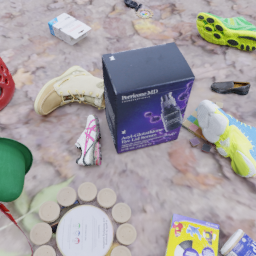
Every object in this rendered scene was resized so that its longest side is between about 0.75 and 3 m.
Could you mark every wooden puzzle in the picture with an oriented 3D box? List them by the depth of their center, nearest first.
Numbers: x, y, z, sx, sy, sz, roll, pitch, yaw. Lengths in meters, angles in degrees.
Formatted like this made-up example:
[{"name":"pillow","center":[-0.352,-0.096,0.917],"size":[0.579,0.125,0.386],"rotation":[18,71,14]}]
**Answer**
[{"name":"wooden puzzle","center":[2.752,-0.143,9.663],"size":[1.325,0.157,2.234],"rotation":[36,62,23]}]

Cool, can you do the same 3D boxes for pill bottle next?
[{"name":"pill bottle","center":[3.047,3.239,6.873],"size":[0.789,0.789,1.317],"rotation":[-38,64,-24]}]

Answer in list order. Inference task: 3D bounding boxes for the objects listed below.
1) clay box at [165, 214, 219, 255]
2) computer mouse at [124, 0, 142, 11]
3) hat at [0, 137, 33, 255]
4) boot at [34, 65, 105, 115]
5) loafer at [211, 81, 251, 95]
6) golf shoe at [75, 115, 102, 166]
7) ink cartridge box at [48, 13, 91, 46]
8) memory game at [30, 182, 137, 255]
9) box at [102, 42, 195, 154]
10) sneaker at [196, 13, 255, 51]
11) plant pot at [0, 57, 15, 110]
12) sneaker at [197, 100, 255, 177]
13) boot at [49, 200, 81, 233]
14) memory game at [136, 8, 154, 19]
[{"name":"clay box","center":[1.525,3.366,6.948],"size":[1.239,0.513,2.157],"rotation":[11,55,9]},{"name":"computer mouse","center":[0.195,-6.086,13.865],"size":[0.904,0.238,0.626],"rotation":[30,59,7]},{"name":"hat","center":[-3.046,1.658,6.807],"size":[1.974,2.383,2.098],"rotation":[-47,48,16]},{"name":"boot","center":[-1.799,-1.096,9.853],"size":[1.978,0.926,2.545],"rotation":[26,52,21]},{"name":"loafer","center":[3.841,-1.594,10.474],"size":[1.418,0.513,0.516],"rotation":[3,56,3]},{"name":"golf shoe","center":[-1.285,0.332,9.006],"size":[0.860,0.678,1.868],"rotation":[-3,55,-2]},{"name":"ink cartridge box","center":[-2.524,-4.285,12.332],"size":[1.752,0.594,1.016],"rotation":[35,62,22]},{"name":"memory game","center":[-1.134,2.759,7.348],"size":[2.789,0.178,2.789],"rotation":[4,58,-7]},{"name":"box","center":[0.467,-0.802,8.408],"size":[2.180,2.946,1.537],"rotation":[-14,56,-9]},{"name":"sneaker","center":[4.359,-4.225,12.126],"size":[2.965,1.098,1.239],"rotation":[24,49,8]},{"name":"plant pot","center":[-5.565,-1.979,9.626],"size":[2.653,2.416,2.653],"rotation":[0,53,-1]},{"name":"sneaker","center":[3.352,0.172,8.884],"size":[1.429,1.030,2.720],"rotation":[-23,77,-29]},{"name":"boot","center":[-1.757,2.447,7.744],"size":[1.173,0.438,0.569],"rotation":[-20,40,-16]},{"name":"memory game","center":[0.825,-5.542,13.560],"size":[0.866,0.055,0.866],"rotation":[0,54,0]}]
